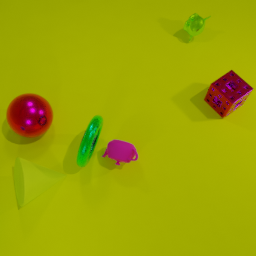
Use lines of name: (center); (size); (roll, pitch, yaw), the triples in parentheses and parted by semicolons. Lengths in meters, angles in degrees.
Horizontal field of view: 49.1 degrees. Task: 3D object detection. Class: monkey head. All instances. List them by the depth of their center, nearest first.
monkey head: (2.483, -3.757, 10.262); (0.697, 1.157, 0.832); (41, 31, 3)

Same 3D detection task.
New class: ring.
ring: (-1.051, 0.363, 7.799); (0.307, 1.534, 1.534); (20, 64, 0)

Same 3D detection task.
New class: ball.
ball: (-2.888, -0.370, 8.284); (1.320, 1.320, 1.320); (0, 63, 0)

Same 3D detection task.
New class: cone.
cone: (-2.332, 1.397, 7.756); (1.316, 1.311, 1.311); (-3, 59, -32)

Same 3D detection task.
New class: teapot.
teapot: (-0.245, 0.718, 7.945); (1.375, 0.855, 0.673); (5, 75, 42)

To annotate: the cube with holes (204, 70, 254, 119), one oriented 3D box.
cube with holes: (3.154, -1.059, 8.873); (0.915, 0.915, 0.915); (-33, 67, -16)
